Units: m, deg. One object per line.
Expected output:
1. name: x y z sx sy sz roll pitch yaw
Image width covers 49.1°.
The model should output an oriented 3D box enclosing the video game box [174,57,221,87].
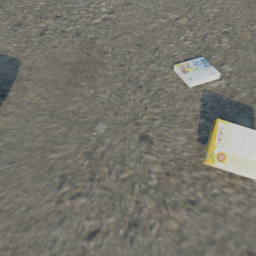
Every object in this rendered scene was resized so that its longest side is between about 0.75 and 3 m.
1. video game box: 2.356 -1.936 9.635 1.182 0.277 1.077 -18 52 -14

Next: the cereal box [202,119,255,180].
1. cereal box: 2.769 0.555 6.897 1.608 0.318 1.157 18 81 0
